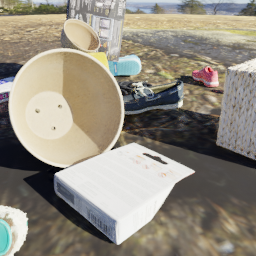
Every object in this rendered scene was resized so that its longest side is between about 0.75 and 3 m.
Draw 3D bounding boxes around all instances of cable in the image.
[{"bbox_3d":[0.190,-1.626,11.064,1.446,0.450,1.772,-17,31,-30],"label":"cable"}]

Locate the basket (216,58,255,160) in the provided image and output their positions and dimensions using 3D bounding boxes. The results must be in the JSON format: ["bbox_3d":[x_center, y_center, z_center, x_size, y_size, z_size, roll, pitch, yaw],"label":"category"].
[{"bbox_3d":[3.590,-0.545,6.933,2.246,2.267,1.823,-23,33,-39],"label":"basket"}]

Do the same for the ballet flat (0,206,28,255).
[{"bbox_3d":[-2.997,1.596,4.360,2.951,1.059,1.059,3,27,-2],"label":"ballet flat"}]

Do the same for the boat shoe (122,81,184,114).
[{"bbox_3d":[0.590,-1.059,9.355,2.948,0.911,1.104,-7,27,-18],"label":"boat shoe"}]

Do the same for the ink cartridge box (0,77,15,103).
[{"bbox_3d":[-5.120,-1.260,10.269,1.366,0.535,2.885,20,35,36],"label":"ink cartridge box"}]

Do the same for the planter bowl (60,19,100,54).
[{"bbox_3d":[-1.677,-2.768,9.161,1.277,0.859,1.277,22,51,-29],"label":"planter bowl"}]

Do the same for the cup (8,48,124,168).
[{"bbox_3d":[-1.660,-0.396,6.811,2.580,2.580,1.845,-18,7,-31],"label":"cup"}]

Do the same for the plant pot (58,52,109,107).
[{"bbox_3d":[-1.575,-1.256,8.596,1.879,1.997,1.997,-6,27,-11],"label":"plant pot"}]

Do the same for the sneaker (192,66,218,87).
[{"bbox_3d":[3.391,-2.353,12.156,0.646,0.760,1.752,-8,27,-16],"label":"sneaker"}]

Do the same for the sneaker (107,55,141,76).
[{"bbox_3d":[-0.456,-3.039,13.441,2.295,0.913,1.498,8,25,6],"label":"sneaker"}]

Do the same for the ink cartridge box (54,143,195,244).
[{"bbox_3d":[-0.030,1.102,5.693,1.821,0.538,2.275,23,29,39],"label":"ink cartridge box"}]

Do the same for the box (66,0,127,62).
[{"bbox_3d":[-1.229,-3.902,10.385,2.083,2.641,0.657,2,17,-20],"label":"box"}]
